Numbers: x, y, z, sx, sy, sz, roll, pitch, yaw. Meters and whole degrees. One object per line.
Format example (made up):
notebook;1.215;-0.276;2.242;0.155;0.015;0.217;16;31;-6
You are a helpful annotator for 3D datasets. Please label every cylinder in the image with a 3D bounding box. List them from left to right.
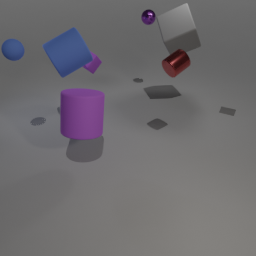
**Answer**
cylinder;-2.279;-2.859;10.664;1.400;1.400;1.400;-31;37;-4
cylinder;-1.497;-0.490;9.183;1.400;1.400;1.400;4;17;-1
cylinder;1.611;-2.170;9.398;0.700;0.700;0.700;-38;41;-11

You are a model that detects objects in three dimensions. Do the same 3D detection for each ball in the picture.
ball;-3.769;-2.562;9.180;0.700;0.700;0.700;0;31;0
ball;0.981;-5.300;13.403;0.700;0.700;0.700;0;31;0

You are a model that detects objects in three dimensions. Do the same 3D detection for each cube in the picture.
cube;-1.735;-3.000;12.605;0.700;0.700;0.700;36;-1;20
cube;2.229;-4.203;12.233;1.400;1.400;1.400;-18;68;18
